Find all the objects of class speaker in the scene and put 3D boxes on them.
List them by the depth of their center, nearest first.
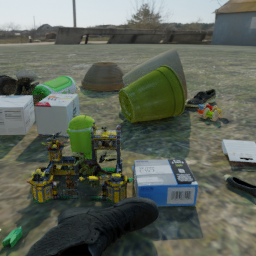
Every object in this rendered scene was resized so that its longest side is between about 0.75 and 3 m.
[{"bbox_3d":[-3.513,-1.754,13.453,1.219,1.219,2.757,6,22,14],"label":"speaker"}]

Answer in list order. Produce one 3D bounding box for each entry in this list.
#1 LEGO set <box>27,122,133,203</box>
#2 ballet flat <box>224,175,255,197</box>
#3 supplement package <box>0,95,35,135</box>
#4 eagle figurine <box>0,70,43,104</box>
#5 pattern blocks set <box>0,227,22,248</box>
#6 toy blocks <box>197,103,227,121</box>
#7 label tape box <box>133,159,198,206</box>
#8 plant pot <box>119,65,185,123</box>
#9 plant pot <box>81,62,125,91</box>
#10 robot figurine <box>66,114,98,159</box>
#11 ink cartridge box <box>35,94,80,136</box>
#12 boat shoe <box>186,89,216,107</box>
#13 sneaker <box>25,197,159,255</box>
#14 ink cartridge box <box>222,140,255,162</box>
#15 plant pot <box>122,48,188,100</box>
[{"bbox_3d":[-1.098,0.690,6.659,2.566,1.487,1.973,3,21,7],"label":"LEGO set"},{"bbox_3d":[2.766,1.326,6.691,0.333,0.285,1.002,-17,27,-37],"label":"ballet flat"},{"bbox_3d":[-4.575,-0.484,10.262,1.930,1.070,1.503,-1,22,-5],"label":"supplement package"},{"bbox_3d":[-4.831,-1.620,12.498,1.916,1.926,2.539,-35,35,-14],"label":"eagle figurine"},{"bbox_3d":[-3.146,2.020,5.035,2.293,0.186,2.015,1,21,3],"label":"pattern blocks set"},{"bbox_3d":[3.328,-0.718,11.765,1.028,0.448,1.233,-17,27,-38],"label":"toy blocks"},{"bbox_3d":[0.796,1.132,6.777,1.295,0.598,1.808,-1,23,-3],"label":"label tape box"},{"bbox_3d":[0.805,-1.166,11.130,2.050,2.129,2.129,-21,27,-17],"label":"plant pot"},{"bbox_3d":[-1.383,-3.239,17.044,2.960,1.366,2.960,0,20,0],"label":"plant pot"},{"bbox_3d":[-1.254,0.258,7.899,1.184,1.350,0.781,4,15,41],"label":"robot figurine"},{"bbox_3d":[-2.531,-0.526,10.298,1.147,1.141,1.578,2,21,5],"label":"ink cartridge box"},{"bbox_3d":[3.515,-1.458,13.377,2.002,0.658,0.715,-17,27,-37],"label":"boat shoe"},{"bbox_3d":[-0.512,1.876,4.811,2.269,0.681,1.183,-6,21,-3],"label":"sneaker"},{"bbox_3d":[3.369,0.763,8.264,0.978,0.302,1.206,3,29,7],"label":"ink cartridge box"},{"bbox_3d":[1.182,-2.209,13.427,2.689,2.518,2.518,-15,21,4],"label":"plant pot"}]
